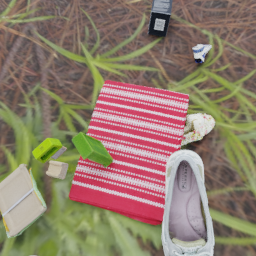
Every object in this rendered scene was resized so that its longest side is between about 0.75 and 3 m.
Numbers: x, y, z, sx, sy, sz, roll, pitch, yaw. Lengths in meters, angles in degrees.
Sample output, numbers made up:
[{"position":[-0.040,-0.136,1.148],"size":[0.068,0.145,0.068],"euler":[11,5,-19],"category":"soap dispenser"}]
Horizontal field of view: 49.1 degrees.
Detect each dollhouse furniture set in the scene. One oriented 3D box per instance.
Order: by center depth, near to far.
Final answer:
[{"position":[-1.547,1.072,5.813],"size":[2.383,0.920,1.191],"euler":[-41,63,5],"category":"dollhouse furniture set"}]

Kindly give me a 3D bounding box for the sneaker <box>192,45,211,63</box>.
[{"position":[2.132,-2.172,8.233],"size":[0.340,0.486,0.841],"euler":[16,31,35],"category":"sneaker"}]

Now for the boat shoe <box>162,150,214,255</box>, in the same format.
[{"position":[1.058,1.719,5.055],"size":[0.960,0.835,2.604],"euler":[0,92,13],"category":"boat shoe"}]

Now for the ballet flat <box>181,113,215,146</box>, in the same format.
[{"position":[1.347,0.041,6.757],"size":[1.894,0.605,0.716],"euler":[-27,48,-16],"category":"ballet flat"}]

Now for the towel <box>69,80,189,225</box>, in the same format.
[{"position":[0.072,0.430,6.304],"size":[2.161,0.336,2.989],"euler":[12,73,10],"category":"towel"}]

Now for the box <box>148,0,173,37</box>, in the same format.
[{"position":[1.021,-3.600,8.798],"size":[0.609,0.845,1.138],"euler":[10,57,2],"category":"box"}]
